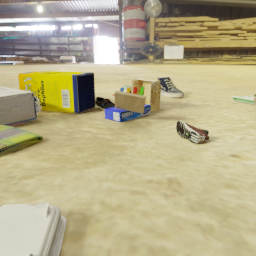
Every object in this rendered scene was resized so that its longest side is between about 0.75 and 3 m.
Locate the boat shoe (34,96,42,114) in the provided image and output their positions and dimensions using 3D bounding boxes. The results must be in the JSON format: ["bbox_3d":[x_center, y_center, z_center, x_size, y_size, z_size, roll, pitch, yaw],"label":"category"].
[{"bbox_3d":[-3.315,-0.852,10.131,0.287,0.273,0.797,-28,48,12],"label":"boat shoe"}]

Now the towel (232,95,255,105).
[{"bbox_3d":[6.125,-1.368,12.913,2.275,0.266,1.735,-11,18,-34],"label":"towel"}]

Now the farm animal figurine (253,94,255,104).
[{"bbox_3d":[5.513,-1.068,11.312,1.169,0.609,1.156,-14,16,-13],"label":"farm animal figurine"}]

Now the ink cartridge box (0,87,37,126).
[{"bbox_3d":[-4.608,-0.784,9.464,2.615,0.998,1.784,15,22,37],"label":"ink cartridge box"}]

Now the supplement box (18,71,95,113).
[{"bbox_3d":[-2.804,-1.499,11.183,2.625,1.437,1.429,5,16,19],"label":"supplement box"}]

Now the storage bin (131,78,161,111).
[{"bbox_3d":[0.697,-1.338,11.159,0.561,1.188,1.197,-7,17,-36],"label":"storage bin"}]

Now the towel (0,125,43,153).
[{"bbox_3d":[-3.457,0.251,7.255,2.097,0.239,1.506,9,18,27],"label":"towel"}]

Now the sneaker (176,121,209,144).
[{"bbox_3d":[1.784,0.118,7.556,0.618,0.405,1.070,-1,25,-23],"label":"sneaker"}]

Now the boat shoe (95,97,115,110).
[{"bbox_3d":[-0.908,-0.985,11.319,0.486,0.416,1.329,-11,21,-36],"label":"boat shoe"}]

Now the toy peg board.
[{"bbox_3d":[0.096,-0.977,8.981,0.964,0.474,0.968,11,-25,3],"label":"toy peg board"}]

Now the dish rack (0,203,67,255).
[{"bbox_3d":[-1.487,1.332,3.236,1.381,0.350,1.609,-2,15,-4],"label":"dish rack"}]

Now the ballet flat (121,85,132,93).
[{"bbox_3d":[0.245,-1.420,12.478,2.236,0.773,0.796,16,47,43],"label":"ballet flat"}]

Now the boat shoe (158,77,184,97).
[{"bbox_3d":[2.115,-2.118,14.331,0.747,0.928,2.001,-10,18,-31],"label":"boat shoe"}]

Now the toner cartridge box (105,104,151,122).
[{"bbox_3d":[0.018,-0.579,9.949,0.772,0.351,1.626,16,22,41],"label":"toner cartridge box"}]
